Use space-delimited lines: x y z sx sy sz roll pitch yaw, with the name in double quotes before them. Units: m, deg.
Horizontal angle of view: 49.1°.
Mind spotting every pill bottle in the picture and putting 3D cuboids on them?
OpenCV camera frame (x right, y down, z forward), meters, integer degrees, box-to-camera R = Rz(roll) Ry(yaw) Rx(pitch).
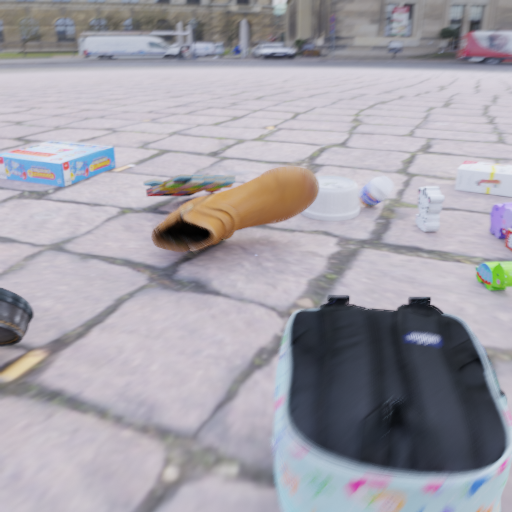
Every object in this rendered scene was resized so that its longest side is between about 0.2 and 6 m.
"pill bottle" 2.426 -1.306 11.331 0.465 0.465 0.830 -6 -10 -13

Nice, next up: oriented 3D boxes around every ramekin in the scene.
"ramekin" 1.484 -1.188 11.253 1.219 0.640 1.219 0 23 0

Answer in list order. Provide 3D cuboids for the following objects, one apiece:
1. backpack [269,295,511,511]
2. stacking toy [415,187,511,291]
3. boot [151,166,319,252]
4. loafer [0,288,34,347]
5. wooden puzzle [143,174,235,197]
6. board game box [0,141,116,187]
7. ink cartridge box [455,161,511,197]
"backpack" 0.954 1.303 4.229 1.727 1.465 1.945 3 19 5
"stacking toy" 4.464 -0.416 9.223 2.619 0.816 3.473 -2 24 -5
"boot" -0.341 -0.752 9.154 2.518 0.965 1.955 -7 14 22
"loafer" -4.179 0.912 5.868 3.434 1.250 1.241 -2 57 -9
"wooden puzzle" -1.332 -1.429 11.484 2.275 0.160 1.349 -6 -3 -40
"board game box" -5.015 -2.374 14.159 2.071 0.579 2.028 10 25 22
"ink cartridge box" 5.311 -1.773 12.783 1.276 0.532 0.926 12 26 27
